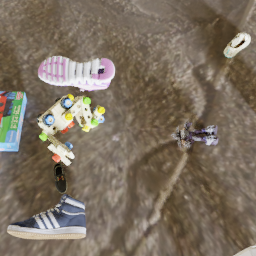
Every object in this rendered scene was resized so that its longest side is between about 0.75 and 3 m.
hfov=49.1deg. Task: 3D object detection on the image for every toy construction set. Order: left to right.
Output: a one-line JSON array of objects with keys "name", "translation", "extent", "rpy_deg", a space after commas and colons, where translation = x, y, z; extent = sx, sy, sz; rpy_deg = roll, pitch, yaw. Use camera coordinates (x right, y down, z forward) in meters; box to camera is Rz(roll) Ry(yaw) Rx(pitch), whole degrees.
[{"name": "toy construction set", "translation": [-1.583, -0.069, 7.673], "extent": [1.013, 1.442, 2.199], "rpy_deg": [-10, 35, 39]}]

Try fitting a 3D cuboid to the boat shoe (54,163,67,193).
[{"name": "boat shoe", "translation": [-1.809, 1.327, 7.418], "extent": [0.303, 0.259, 0.828], "rpy_deg": [-13, 57, -10]}]

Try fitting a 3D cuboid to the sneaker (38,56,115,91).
[{"name": "sneaker", "translation": [-1.196, -1.217, 6.681], "extent": [1.807, 0.799, 0.727], "rpy_deg": [3, 74, 3]}]

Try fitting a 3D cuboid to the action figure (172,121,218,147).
[{"name": "action figure", "translation": [1.906, 0.193, 8.122], "extent": [1.320, 0.458, 0.859], "rpy_deg": [-1, 60, 4]}]

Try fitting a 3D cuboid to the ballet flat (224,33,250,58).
[{"name": "ballet flat", "translation": [4.204, -3.249, 10.540], "extent": [0.571, 0.528, 1.693], "rpy_deg": [32, 60, 21]}]

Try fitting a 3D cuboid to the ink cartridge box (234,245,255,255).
[{"name": "ink cartridge box", "translation": [2.843, 3.288, 5.277], "extent": [1.436, 0.811, 1.956], "rpy_deg": [11, 44, -39]}]

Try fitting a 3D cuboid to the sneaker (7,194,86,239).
[{"name": "sneaker", "translation": [-1.860, 2.085, 6.626], "extent": [1.759, 0.616, 0.954], "rpy_deg": [3, 59, -6]}]

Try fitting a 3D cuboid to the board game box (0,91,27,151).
[{"name": "board game box", "translation": [-4.484, -0.257, 8.233], "extent": [2.604, 0.476, 1.969], "rpy_deg": [0, 54, -8]}]
